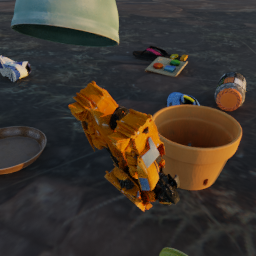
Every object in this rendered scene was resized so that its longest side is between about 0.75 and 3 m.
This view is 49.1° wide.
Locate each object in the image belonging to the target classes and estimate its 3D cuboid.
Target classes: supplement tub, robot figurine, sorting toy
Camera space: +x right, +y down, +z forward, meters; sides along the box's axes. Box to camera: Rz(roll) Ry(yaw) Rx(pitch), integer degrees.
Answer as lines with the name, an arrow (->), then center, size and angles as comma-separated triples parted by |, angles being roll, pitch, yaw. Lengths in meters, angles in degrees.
supplement tub -> 3.151, -1.113, 8.612 | 0.866, 0.866, 1.413 | 12, 33, 19
robot figurine -> -0.013, 0.290, 2.744 | 0.434, 1.492, 1.082 | -41, 52, -20
sorting toy -> 1.728, -2.763, 11.764 | 1.435, 0.258, 1.926 | 15, 42, 25

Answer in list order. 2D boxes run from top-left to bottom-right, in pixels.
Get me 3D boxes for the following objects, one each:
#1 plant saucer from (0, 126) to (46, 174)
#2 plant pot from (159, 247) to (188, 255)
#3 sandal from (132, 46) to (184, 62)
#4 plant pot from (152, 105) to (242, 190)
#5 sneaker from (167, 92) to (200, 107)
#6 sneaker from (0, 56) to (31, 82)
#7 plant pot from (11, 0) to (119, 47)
plant saucer -> -2.760, 0.514, 6.422 | 1.765, 0.304, 1.765 | 0, 31, 0
plant pot -> 0.160, 2.358, 2.031 | 1.925, 2.027, 2.027 | -30, 40, -20
sandal -> 1.398, -3.435, 12.853 | 2.440, 0.550, 0.916 | 12, 35, 20
plant pot -> 1.295, 0.424, 5.679 | 1.717, 1.202, 1.717 | -1, 31, 0
sneaker -> 1.611, -0.658, 7.834 | 0.769, 0.915, 2.333 | -3, 29, -2
sneaker -> -4.374, -2.332, 11.004 | 0.946, 0.662, 1.638 | -22, 44, -38
plant pot -> -1.385, -3.035, 6.724 | 2.547, 1.706, 2.547 | 7, 8, -1
